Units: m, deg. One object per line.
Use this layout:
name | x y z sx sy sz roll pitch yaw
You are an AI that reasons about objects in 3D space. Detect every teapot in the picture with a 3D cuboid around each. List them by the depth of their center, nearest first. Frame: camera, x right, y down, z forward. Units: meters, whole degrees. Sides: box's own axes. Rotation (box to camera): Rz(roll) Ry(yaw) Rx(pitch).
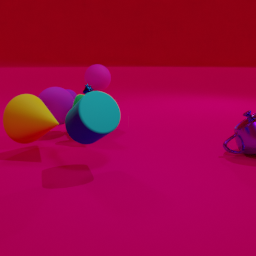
teapot | 2.695 -0.013 5.711 1.714 0.839 1.066 -34 -1 -1

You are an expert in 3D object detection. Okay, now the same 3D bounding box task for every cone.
cone | -1.769 -0.135 5.743 1.085 1.081 1.081 8 15 37

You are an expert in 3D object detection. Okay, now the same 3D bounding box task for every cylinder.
cylinder | -0.619 -0.157 4.825 0.743 0.743 0.743 -9 -12 -33

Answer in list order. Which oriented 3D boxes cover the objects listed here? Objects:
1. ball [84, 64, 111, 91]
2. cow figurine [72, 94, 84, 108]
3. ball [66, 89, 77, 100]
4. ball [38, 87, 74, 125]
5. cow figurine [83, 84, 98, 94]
ball | -1.380 -2.273 12.700 1.199 1.199 1.199 0 13 0
cow figurine | -0.810 -0.383 7.227 1.584 0.869 1.558 16 -5 -40
ball | -2.147 -1.009 9.978 0.728 0.728 0.728 0 13 0
ball | -1.897 -0.571 7.364 1.012 1.012 1.012 0 13 0
cow figurine | -1.488 -1.444 11.643 0.936 0.921 0.514 -9 -20 39
